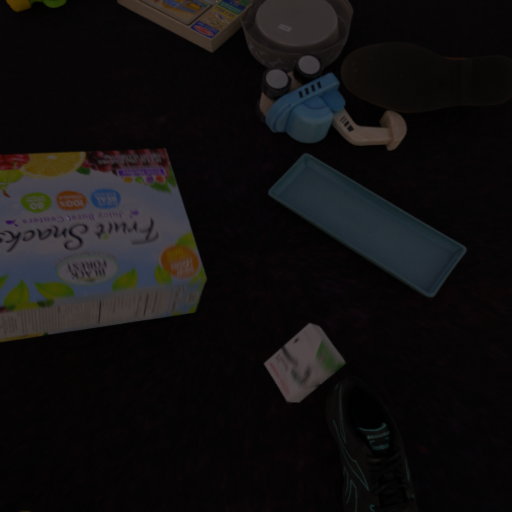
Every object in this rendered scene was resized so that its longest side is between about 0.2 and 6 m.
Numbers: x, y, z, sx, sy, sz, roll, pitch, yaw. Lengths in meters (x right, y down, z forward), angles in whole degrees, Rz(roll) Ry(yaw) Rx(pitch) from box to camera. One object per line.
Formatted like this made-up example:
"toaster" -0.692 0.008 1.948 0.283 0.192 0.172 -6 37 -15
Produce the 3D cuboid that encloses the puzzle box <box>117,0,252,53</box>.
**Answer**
"puzzle box" -1.347 -5.136 11.195 2.512 0.319 1.671 32 66 17

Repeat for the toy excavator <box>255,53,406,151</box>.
"toy excavator" 1.229 -2.333 9.381 1.949 1.001 2.005 -29 78 -16

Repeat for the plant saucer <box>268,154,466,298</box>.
"plant saucer" 1.629 -0.493 8.570 2.955 0.280 1.033 35 68 18

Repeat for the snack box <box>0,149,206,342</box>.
"snack box" -2.313 -0.242 7.326 2.787 0.943 2.351 -7 57 -22

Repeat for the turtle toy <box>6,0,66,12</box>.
"turtle toy" -4.275 -5.710 11.008 1.736 1.204 2.383 -30 65 -16

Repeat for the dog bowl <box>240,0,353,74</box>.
"dog bowl" 0.747 -4.292 10.548 2.114 0.620 2.114 0 60 1

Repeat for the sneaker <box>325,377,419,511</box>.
"sneaker" 1.368 2.505 6.550 0.860 0.904 2.281 -15 63 -10

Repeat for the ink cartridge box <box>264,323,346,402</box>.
"ink cartridge box" 0.601 1.360 7.074 0.835 0.352 0.610 -44 58 13

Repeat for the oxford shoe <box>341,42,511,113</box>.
"oxford shoe" 2.812 -2.973 9.586 3.009 1.072 1.073 3 104 -11
